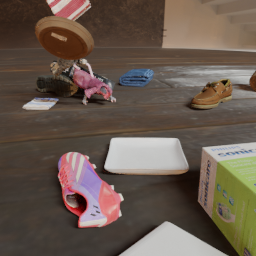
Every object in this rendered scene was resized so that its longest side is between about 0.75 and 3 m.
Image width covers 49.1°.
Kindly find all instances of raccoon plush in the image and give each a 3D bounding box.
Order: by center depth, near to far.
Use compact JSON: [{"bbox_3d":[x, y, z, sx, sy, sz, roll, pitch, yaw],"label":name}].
[{"bbox_3d":[-2.256,-2.282,10.395,1.275,0.855,0.617,13,-6,19],"label":"raccoon plush"}]

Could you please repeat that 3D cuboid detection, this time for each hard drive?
[{"bbox_3d":[0.301,1.882,3.078,2.045,0.259,1.349,-18,27,-41],"label":"hard drive"}]

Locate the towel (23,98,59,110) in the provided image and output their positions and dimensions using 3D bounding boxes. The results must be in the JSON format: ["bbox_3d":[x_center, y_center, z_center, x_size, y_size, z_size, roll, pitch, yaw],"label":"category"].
[{"bbox_3d":[-3.495,-1.004,11.340,1.043,0.169,1.420,2,19,2],"label":"towel"}]

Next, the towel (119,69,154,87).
[{"bbox_3d":[0.536,-2.958,16.055,1.563,0.679,2.799,4,20,13],"label":"towel"}]

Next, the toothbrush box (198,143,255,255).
[{"bbox_3d":[2.414,1.156,3.807,1.916,1.133,2.631,-5,21,-12],"label":"toothbrush box"}]

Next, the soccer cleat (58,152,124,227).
[{"bbox_3d":[-0.899,0.994,4.942,0.803,0.700,2.100,-6,23,-35],"label":"soccer cleat"}]

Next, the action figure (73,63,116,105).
[{"bbox_3d":[-1.258,-1.766,11.397,1.382,1.536,2.063,-16,34,-36],"label":"action figure"}]

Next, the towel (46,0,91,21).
[{"bbox_3d":[-1.798,-3.716,7.957,1.073,1.489,0.169,-34,-12,15],"label":"towel"}]

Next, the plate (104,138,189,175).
[{"bbox_3d":[0.406,0.655,6.503,1.742,0.282,1.746,0,20,2],"label":"plate"}]

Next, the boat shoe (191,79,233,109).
[{"bbox_3d":[3.405,-1.457,11.438,0.995,0.940,2.766,15,25,36],"label":"boat shoe"}]

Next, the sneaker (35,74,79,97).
[{"bbox_3d":[-3.186,-2.132,13.198,2.759,1.040,1.093,16,25,36],"label":"sneaker"}]

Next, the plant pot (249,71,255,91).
[{"bbox_3d":[6.749,-2.431,13.693,1.433,1.643,1.643,-32,32,-23],"label":"plant pot"}]

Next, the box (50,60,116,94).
[{"bbox_3d":[-2.239,-2.506,13.596,2.172,0.590,2.711,18,4,-42],"label":"box"}]

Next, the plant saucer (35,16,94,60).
[{"bbox_3d":[-1.908,-2.589,8.366,1.767,0.260,1.767,8,-23,4],"label":"plant saucer"}]
